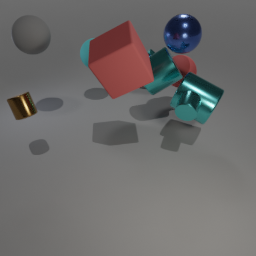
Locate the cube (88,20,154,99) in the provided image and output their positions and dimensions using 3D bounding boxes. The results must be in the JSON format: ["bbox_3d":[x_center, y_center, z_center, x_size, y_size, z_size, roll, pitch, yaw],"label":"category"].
[{"bbox_3d":[-0.210,-1.995,8.286,1.400,1.400,1.400,-22,43,17],"label":"cube"}]

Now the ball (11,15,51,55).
[{"bbox_3d":[-3.592,-3.450,10.417,1.400,1.400,1.400,0,31,0],"label":"ball"}]

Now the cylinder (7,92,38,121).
[{"bbox_3d":[-3.246,-0.679,8.616,0.700,0.700,0.700,-17,17,5],"label":"cylinder"}]

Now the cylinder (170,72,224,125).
[{"bbox_3d":[2.430,-1.056,9.939,1.400,1.400,1.400,31,39,10],"label":"cylinder"}]

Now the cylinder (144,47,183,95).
[{"bbox_3d":[1.235,-2.237,11.093,1.400,1.400,1.400,-29,27,18],"label":"cylinder"}]

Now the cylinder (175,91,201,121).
[{"bbox_3d":[1.901,-0.701,8.880,0.700,0.700,0.700,12,48,18],"label":"cylinder"}]

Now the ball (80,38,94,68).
[{"bbox_3d":[-1.472,-3.362,12.747,1.400,1.400,1.400,0,31,0],"label":"ball"}]

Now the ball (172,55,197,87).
[{"bbox_3d":[2.283,-2.476,12.249,1.400,1.400,1.400,0,31,0],"label":"ball"}]

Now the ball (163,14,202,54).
[{"bbox_3d":[2.007,-3.453,10.315,1.400,1.400,1.400,0,31,0],"label":"ball"}]

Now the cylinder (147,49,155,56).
[{"bbox_3d":[1.195,-3.514,14.173,0.700,0.700,0.700,36,30,-13],"label":"cylinder"}]
